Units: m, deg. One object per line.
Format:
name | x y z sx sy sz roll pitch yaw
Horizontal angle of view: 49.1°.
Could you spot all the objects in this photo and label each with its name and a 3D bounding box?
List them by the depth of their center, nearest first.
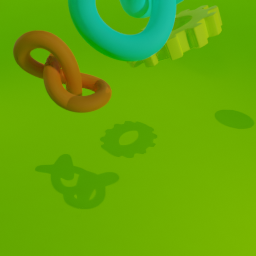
knot shape | 0.204 -1.235 2.236 0.616 1.332 1.247 33 33 32
knot shape | -0.789 -0.647 3.760 1.269 1.356 0.627 42 91 25
gear | 0.717 -1.591 4.828 1.694 0.313 1.694 -20 28 11
